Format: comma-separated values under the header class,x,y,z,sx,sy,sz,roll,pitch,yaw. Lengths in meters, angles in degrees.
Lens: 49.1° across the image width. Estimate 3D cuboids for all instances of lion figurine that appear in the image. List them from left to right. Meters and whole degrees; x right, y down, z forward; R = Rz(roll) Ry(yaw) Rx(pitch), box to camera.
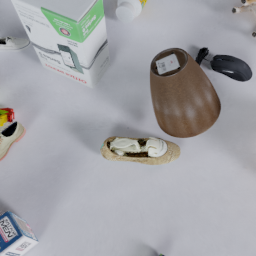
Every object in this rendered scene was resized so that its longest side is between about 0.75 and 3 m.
class,x,y,z,sx,sy,sz,roll,pitch,yaw
lion figurine,4.888,-4.069,9.814,1.741,1.030,2.842,-24,78,-21

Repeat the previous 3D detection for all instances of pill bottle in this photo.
class,x,y,z,sx,sy,sz,roll,pitch,yaw
pill bottle,0.173,-4.547,9.973,0.910,0.910,1.614,20,63,10

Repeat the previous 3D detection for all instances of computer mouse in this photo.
class,x,y,z,sx,sy,sz,roll,pitch,yaw
computer mouse,2.932,-1.888,8.835,1.900,0.437,1.334,31,65,16

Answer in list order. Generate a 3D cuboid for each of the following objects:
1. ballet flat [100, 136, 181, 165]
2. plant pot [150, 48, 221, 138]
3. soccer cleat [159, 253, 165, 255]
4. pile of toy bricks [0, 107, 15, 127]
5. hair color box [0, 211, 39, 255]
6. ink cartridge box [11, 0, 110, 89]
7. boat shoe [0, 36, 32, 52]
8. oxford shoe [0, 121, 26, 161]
class,x,y,z,sx,sy,sz,roll,pitch,yaw
ballet flat,0.348,0.557,7.384,2.173,0.709,0.766,-2,61,-2
plant pot,1.283,-0.992,7.079,1.812,1.938,1.812,-13,54,19
soccer cleat,0.550,3.175,6.307,0.806,0.261,0.337,-38,38,-14
pile of toy bricks,-4.511,-1.073,8.038,2.969,1.647,1.466,14,24,19
hair color box,-3.190,2.852,5.910,2.319,1.160,0.702,-35,68,-18
ink cartridge box,-1.693,-2.580,7.904,2.010,2.754,1.157,25,68,13
boat shoe,-3.939,-2.852,9.342,1.333,0.438,0.480,-2,62,-1
oxford shoe,-3.439,0.392,7.561,0.525,0.547,1.483,28,66,14
